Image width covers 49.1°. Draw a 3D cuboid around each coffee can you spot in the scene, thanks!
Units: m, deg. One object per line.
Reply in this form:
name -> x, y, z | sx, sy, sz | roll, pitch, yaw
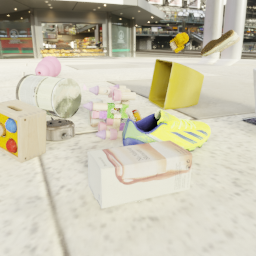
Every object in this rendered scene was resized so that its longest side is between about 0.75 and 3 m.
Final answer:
coffee can -> -3.262, -1.336, 11.527 | 2.181, 1.596, 1.596 | 11, 21, 31

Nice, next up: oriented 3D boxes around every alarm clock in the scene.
alarm clock -> -2.184, 0.082, 8.965 | 1.090, 0.538, 1.616 | -11, 24, -32

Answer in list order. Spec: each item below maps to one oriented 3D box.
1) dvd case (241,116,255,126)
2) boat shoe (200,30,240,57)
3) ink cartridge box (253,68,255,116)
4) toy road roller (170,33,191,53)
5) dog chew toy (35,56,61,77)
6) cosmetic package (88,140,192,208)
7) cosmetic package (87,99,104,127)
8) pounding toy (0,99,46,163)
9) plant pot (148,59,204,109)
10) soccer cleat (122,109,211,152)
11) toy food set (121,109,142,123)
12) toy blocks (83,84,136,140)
dvd case -> 5.102, -0.192, 10.424 | 1.010, 0.109, 1.359 | -8, 20, -20
boat shoe -> 2.531, -2.262, 7.767 | 0.381, 0.423, 1.173 | 29, -31, -25
ink cartridge box -> 5.478, -0.942, 8.941 | 1.983, 1.974, 2.703 | -11, 19, 8
toy road roller -> 1.863, -3.175, 10.286 | 0.767, 0.471, 0.560 | -31, -14, 29
dog chew toy -> -6.389, -4.657, 22.098 | 1.731, 1.731, 2.780 | 3, 26, 10
cosmetic package -> 0.231, 0.882, 5.817 | 1.960, 0.855, 1.013 | -8, 19, -22
cosmetic package -> -1.178, -0.558, 10.178 | 0.491, 0.949, 0.414 | -12, 20, -31
pounding toy -> -3.182, 0.131, 7.515 | 1.612, 1.484, 1.146 | 20, 25, 28
plant pot -> 2.343, -2.027, 13.299 | 1.863, 2.112, 2.112 | 5, 16, -17
soccer cleat -> 1.209, 0.042, 7.827 | 2.943, 1.231, 0.951 | -9, 20, -27
toy food set -> 0.138, -0.328, 10.511 | 1.196, 0.538, 0.571 | -7, 21, 47
toy blocks -> -0.753, -0.610, 9.155 | 1.509, 1.676, 1.793 | 1, 20, -15
